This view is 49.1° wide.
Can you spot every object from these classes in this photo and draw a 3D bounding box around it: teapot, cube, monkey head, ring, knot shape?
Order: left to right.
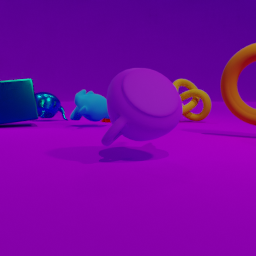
[{"bbox_3d":[-3.577,-0.793,8.738,1.246,1.246,1.246,-9,4,-23],"label":"cube"},{"bbox_3d":[-3.118,-0.774,10.688,1.853,0.907,1.152,17,-28,-23],"label":"teapot"},{"bbox_3d":[-1.187,-0.516,8.620,1.017,1.215,1.688,44,20,25],"label":"monkey head"},{"bbox_3d":[0.224,-0.315,4.143,1.796,1.117,0.879,-43,-9,-38],"label":"teapot"},{"bbox_3d":[2.243,-0.916,10.273,1.662,1.776,0.821,25,-13,29],"label":"knot shape"},{"bbox_3d":[2.774,-0.866,5.743,1.747,1.747,0.349,4,20,37],"label":"ring"}]

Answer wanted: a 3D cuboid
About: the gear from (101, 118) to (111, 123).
[{"bbox_3d":[-0.434,-0.341,10.494,1.136,0.210,1.136,0,6,0],"label":"gear"}]
